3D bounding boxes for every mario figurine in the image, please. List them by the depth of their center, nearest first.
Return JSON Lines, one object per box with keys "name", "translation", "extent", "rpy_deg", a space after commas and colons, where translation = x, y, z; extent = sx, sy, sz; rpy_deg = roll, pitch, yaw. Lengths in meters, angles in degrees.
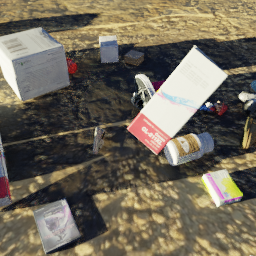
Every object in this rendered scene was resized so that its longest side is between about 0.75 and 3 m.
{"name": "mario figurine", "translation": [3.631, -0.981, 12.045], "extent": [1.243, 0.659, 0.767], "rpy_deg": [6, 44, 9]}

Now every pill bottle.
{"name": "pill bottle", "translation": [2.191, 0.706, 10.014], "extent": [1.606, 0.918, 0.918], "rpy_deg": [-15, 45, -15]}

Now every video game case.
{"name": "video game case", "translation": [-2.122, 2.847, 8.289], "extent": [1.043, 0.138, 1.460], "rpy_deg": [-20, 45, -20]}

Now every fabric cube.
{"name": "fabric cube", "translation": [1.421, -1.510, 12.487], "extent": [0.845, 0.829, 0.842], "rpy_deg": [-11, 46, -12]}

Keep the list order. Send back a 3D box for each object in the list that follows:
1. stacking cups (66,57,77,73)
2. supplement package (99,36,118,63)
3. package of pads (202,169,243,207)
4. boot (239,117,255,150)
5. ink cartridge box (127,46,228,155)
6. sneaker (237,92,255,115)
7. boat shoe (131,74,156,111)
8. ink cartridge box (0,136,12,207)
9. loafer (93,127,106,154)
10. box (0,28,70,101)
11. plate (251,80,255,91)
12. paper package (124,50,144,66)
{"name": "stacking cups", "translation": [-3.746, -3.667, 14.965], "extent": [0.834, 0.834, 2.756], "rpy_deg": [-32, 56, -30]}
{"name": "supplement package", "translation": [-1.058, -4.347, 15.434], "extent": [0.955, 0.962, 1.268], "rpy_deg": [-5, 43, -5]}
{"name": "package of pads", "translation": [3.061, 1.915, 9.100], "extent": [0.880, 0.389, 1.140], "rpy_deg": [-11, 44, -11]}
{"name": "boot", "translation": [5.445, 0.412, 10.510], "extent": [2.141, 0.708, 1.875], "rpy_deg": [20, 46, 19]}
{"name": "ink cartridge box", "translation": [1.456, -0.808, 8.030], "extent": [1.146, 2.768, 2.017], "rpy_deg": [41, 19, 5]}
{"name": "sneaker", "translation": [5.168, -1.136, 12.306], "extent": [1.727, 0.648, 0.997], "rpy_deg": [-25, 43, -38]}
{"name": "boat shoe", "translation": [0.635, -1.235, 12.064], "extent": [0.957, 1.035, 2.803], "rpy_deg": [-12, 58, -13]}
{"name": "ink cartridge box", "translation": [-4.839, 1.128, 8.530], "extent": [2.013, 1.144, 2.762], "rpy_deg": [-11, 68, -20]}
{"name": "loafer", "translation": [-1.075, 0.460, 10.643], "extent": [0.427, 0.488, 1.357], "rpy_deg": [5, 40, -4]}
{"name": "box", "translation": [-4.465, -3.032, 13.125], "extent": [2.517, 2.156, 2.505], "rpy_deg": [-25, 48, -27]}
{"name": "plate", "translation": [6.666, -2.011, 13.503], "extent": [1.375, 0.176, 1.375], "rpy_deg": [1, 43, -1]}
{"name": "paper package", "translation": [0.348, -3.840, 15.281], "extent": [0.850, 0.440, 0.810], "rpy_deg": [22, 47, 23]}
